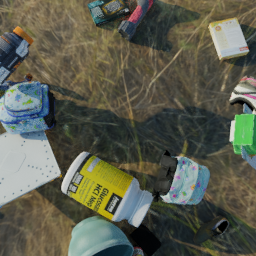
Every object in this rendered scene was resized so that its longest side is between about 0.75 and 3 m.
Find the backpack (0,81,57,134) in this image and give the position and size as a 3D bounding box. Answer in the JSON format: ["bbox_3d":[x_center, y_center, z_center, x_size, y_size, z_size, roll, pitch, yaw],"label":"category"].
[{"bbox_3d":[-3.660,-0.747,9.949,1.857,1.364,1.699,-14,54,0],"label":"backpack"}]

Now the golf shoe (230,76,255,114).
[{"bbox_3d":[5.179,-0.635,10.339,2.918,1.059,1.344,35,83,17],"label":"golf shoe"}]

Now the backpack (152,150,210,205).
[{"bbox_3d":[1.458,1.436,7.914,1.215,1.919,1.601,12,80,-1],"label":"backpack"}]

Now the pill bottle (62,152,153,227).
[{"bbox_3d":[-0.644,2.091,9.362,2.795,1.572,1.572,27,78,6],"label":"pill bottle"}]

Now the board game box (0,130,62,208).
[{"bbox_3d":[-3.917,1.227,9.713,2.676,0.346,2.676,-27,57,-8],"label":"board game box"}]

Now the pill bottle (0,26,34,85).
[{"bbox_3d":[-3.895,-2.381,9.054,0.982,0.982,1.848,40,87,9],"label":"pill bottle"}]

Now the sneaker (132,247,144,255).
[{"bbox_3d":[0.080,4.725,9.141,0.606,0.639,1.556,20,85,-9],"label":"sneaker"}]

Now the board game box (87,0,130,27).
[{"bbox_3d":[-0.809,-4.985,11.750,1.553,0.219,1.050,-22,78,-5],"label":"board game box"}]

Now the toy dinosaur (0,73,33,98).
[{"bbox_3d":[-4.638,-1.577,10.476,2.189,1.149,1.986,35,59,10],"label":"toy dinosaur"}]

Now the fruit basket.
[{"bbox_3d":[3.314,0.297,7.607,0.743,1.586,1.469,0,71,34],"label":"fruit basket"}]

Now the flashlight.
[{"bbox_3d":[0.346,-4.694,11.404,0.751,0.753,2.217,32,78,4],"label":"flashlight"}]

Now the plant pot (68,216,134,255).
[{"bbox_3d":[-1.025,3.716,8.919,2.032,2.032,1.361,-29,49,-7],"label":"plant pot"}]

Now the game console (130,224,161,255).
[{"bbox_3d":[0.239,4.211,9.566,1.710,0.206,1.008,-43,80,-9],"label":"game console"}]

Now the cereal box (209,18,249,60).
[{"bbox_3d":[4.075,-3.620,11.370,1.155,0.317,1.605,-12,77,-3],"label":"cereal box"}]

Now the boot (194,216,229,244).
[{"bbox_3d":[2.832,3.468,9.505,1.363,0.661,0.509,-36,79,-8],"label":"boot"}]
